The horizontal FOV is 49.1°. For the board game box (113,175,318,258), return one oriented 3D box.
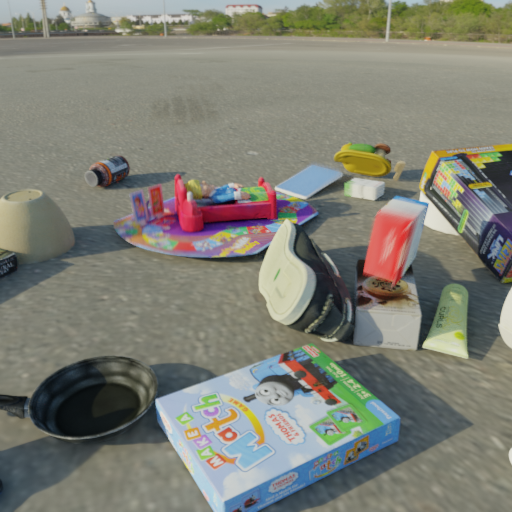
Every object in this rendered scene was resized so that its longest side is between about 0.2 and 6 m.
[{"bbox_3d":[-0.817,-1.278,12.599,3.667,0.904,4.641,14,27,29],"label":"board game box"}]

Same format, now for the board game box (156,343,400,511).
[{"bbox_3d":[0.228,1.952,6.650,2.325,0.425,1.758,-15,30,-27],"label":"board game box"}]

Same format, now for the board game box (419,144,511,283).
[{"bbox_3d":[5.693,-1.069,11.274,3.671,1.041,3.035,-9,43,-17],"label":"board game box"}]

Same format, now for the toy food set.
[{"bbox_3d":[3.127,-2.701,15.273,1.913,1.125,0.625,14,72,13],"label":"toy food set"}]

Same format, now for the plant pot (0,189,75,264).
[{"bbox_3d":[-4.616,-0.699,11.348,1.683,1.130,1.683,1,25,0],"label":"plant pot"}]

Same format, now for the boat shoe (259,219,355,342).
[{"bbox_3d":[0.779,0.358,9.455,1.159,1.231,3.427,24,17,-14],"label":"boat shoe"}]

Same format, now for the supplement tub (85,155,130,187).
[{"bbox_3d":[-4.030,-2.250,15.096,0.666,0.666,1.246,13,30,24],"label":"supplement tub"}]

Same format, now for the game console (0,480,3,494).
[{"bbox_3d":[-3.585,2.245,5.498,1.313,0.910,1.539,14,30,29],"label":"game console"}]

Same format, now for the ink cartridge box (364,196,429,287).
[{"bbox_3d":[2.204,-0.269,8.857,0.587,1.015,1.747,17,22,21],"label":"ink cartridge box"}]

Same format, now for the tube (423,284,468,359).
[{"bbox_3d":[3.022,1.009,8.682,0.475,0.425,1.638,-30,13,36],"label":"tube"}]

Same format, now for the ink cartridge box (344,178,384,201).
[{"bbox_3d":[2.766,-1.707,14.287,0.838,0.353,0.612,15,29,32],"label":"ink cartridge box"}]

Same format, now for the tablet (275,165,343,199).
[{"bbox_3d":[1.417,-1.970,14.883,1.087,0.114,1.670,23,44,37],"label":"tablet"}]

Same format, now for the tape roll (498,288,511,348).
[{"bbox_3d":[4.315,0.872,7.503,1.644,1.644,1.129,-11,27,-21],"label":"tape roll"}]

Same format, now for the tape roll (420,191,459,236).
[{"bbox_3d":[4.571,-1.085,12.661,1.752,0.613,1.752,1,28,0],"label":"tape roll"}]

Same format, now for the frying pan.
[{"bbox_3d":[-2.448,1.906,6.780,2.584,0.421,1.563,-15,29,-25],"label":"frying pan"}]

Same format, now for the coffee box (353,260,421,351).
[{"bbox_3d":[2.038,0.730,8.908,0.941,0.665,1.665,4,26,8],"label":"coffee box"}]

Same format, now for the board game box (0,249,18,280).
[{"bbox_3d":[-6.013,0.457,9.768,1.979,0.412,2.926,13,29,25],"label":"board game box"}]

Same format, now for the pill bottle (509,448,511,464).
[{"bbox_3d":[3.237,2.083,6.290,0.918,0.510,0.510,-22,33,-37],"label":"pill bottle"}]
